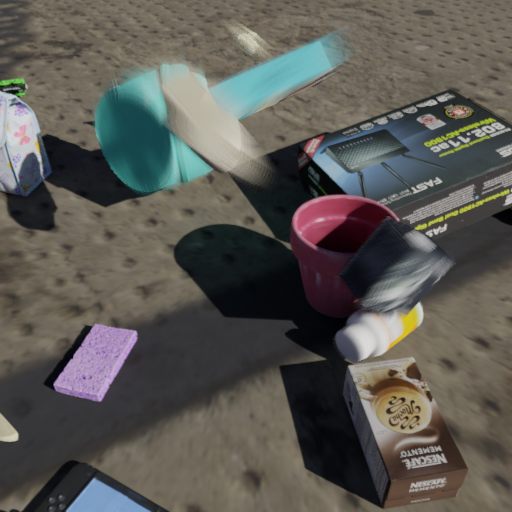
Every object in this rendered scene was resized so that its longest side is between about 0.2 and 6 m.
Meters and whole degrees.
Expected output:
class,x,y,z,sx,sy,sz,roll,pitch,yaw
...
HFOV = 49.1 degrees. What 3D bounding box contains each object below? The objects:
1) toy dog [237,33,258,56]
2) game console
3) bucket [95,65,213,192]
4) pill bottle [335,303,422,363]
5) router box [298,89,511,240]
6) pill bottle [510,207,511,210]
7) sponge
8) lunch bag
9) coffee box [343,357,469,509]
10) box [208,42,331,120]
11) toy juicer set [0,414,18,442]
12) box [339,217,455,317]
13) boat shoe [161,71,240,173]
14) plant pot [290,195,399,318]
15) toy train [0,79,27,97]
class,x,y,z,sx,sy,sz,roll,pitch,yaw
toy dog,-0.130,-3.550,9.423,0.346,0.357,0.249,-1,-11,-40
game console,-1.611,2.524,5.275,1.389,0.824,1.197,20,43,22
bucket,-1.594,-2.084,9.355,2.016,2.016,1.311,23,38,26
pill bottle,1.603,0.926,7.382,1.136,0.631,0.631,-28,47,-31
router box,2.725,-1.480,9.609,3.341,1.038,2.504,-23,44,-11
pill bottle,4.756,-0.927,9.717,0.559,0.559,0.994,-15,42,-18
sponge,-2.046,1.348,7.239,0.613,0.164,1.100,10,41,12
lunch bag,-4.846,-2.128,10.193,1.544,1.821,1.158,12,40,13
coffee box,1.589,1.910,6.208,0.838,0.592,1.483,-6,40,-8
box,0.118,-2.430,8.105,1.827,0.449,0.752,-25,4,-6
toy juicer set,-3.660,2.126,6.036,2.262,0.616,1.439,-21,28,-15
box,1.688,0.156,6.723,0.951,0.935,0.589,16,31,-42
boat shoe,-0.677,-1.636,7.125,0.675,0.560,1.880,-24,53,-12
plant pot,1.196,0.071,7.862,1.483,1.327,1.483,0,37,0
toy train,-6.664,-4.028,13.669,2.065,0.431,0.582,-12,31,-14
